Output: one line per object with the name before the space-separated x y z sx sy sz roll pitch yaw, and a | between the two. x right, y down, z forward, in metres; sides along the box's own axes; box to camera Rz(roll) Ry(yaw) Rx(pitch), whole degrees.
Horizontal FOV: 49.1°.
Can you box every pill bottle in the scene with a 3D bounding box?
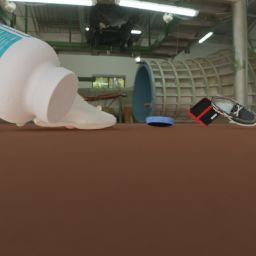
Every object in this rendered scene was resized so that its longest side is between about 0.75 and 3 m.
pill bottle | -2.422 -1.103 5.226 2.889 1.600 1.600 25 6 11

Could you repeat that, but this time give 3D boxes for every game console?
game console | 3.235 -0.693 11.714 1.193 1.055 0.185 -38 -25 -21

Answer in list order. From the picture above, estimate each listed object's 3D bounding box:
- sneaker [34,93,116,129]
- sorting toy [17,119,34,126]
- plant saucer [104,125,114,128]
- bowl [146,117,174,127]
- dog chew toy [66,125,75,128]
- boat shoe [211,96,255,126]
sneaker | -1.143 -0.460 6.529 2.005 0.887 0.754 6 -15 -35
sorting toy | -2.223 -0.637 7.359 0.262 1.437 1.330 44 3 -15
plant saucer | -1.073 -0.090 9.129 1.211 0.178 1.211 -1 2 0
bowl | 1.158 -0.211 10.194 1.019 0.200 1.019 4 -10 1
dog chew toy | -1.735 -0.375 7.733 0.849 0.529 0.529 36 -3 -7
boat shoe | 2.678 -0.447 7.141 1.277 0.483 0.385 27 -5 35
